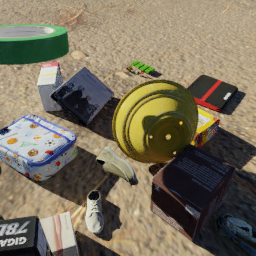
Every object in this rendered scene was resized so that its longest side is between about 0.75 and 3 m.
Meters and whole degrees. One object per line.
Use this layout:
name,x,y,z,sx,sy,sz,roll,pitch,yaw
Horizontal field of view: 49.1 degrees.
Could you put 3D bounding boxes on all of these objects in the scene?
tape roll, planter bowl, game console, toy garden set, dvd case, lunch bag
tape roll,-2.732,-2.215,7.217,2.366,0.569,2.366,1,28,0
planter bowl,1.069,0.079,8.672,2.956,2.956,1.231,-8,24,-10
game console,3.797,-1.663,12.973,1.971,0.346,2.229,29,48,23
toy garden set,0.602,-3.060,14.645,1.263,0.252,1.053,33,48,32
dvd case,-1.832,-1.400,11.857,1.857,0.306,2.471,42,44,-7
lunch bag,-3.227,0.527,9.827,2.713,1.025,2.174,24,44,25

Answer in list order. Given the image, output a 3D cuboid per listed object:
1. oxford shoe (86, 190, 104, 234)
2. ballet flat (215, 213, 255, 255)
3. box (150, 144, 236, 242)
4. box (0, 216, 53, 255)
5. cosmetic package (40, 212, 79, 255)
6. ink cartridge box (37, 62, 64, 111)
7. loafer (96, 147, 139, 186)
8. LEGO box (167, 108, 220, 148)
oxford shoe,-0.972,2.376,8.103,0.518,0.398,1.377,-2,42,-7
ballet flat,3.223,2.878,7.284,1.960,0.728,0.728,24,46,25
box,1.793,1.751,7.947,1.540,1.525,1.857,31,49,31
box,-2.933,2.952,5.528,2.858,2.836,0.710,-6,39,-8
cosmetic package,-2.321,2.989,6.987,2.033,0.887,1.051,-13,42,-15
ink cartridge box,-3.345,-1.826,12.286,0.786,1.368,1.884,-6,41,-4
loafer,-0.320,1.112,7.533,0.568,0.613,1.631,-36,39,-18
LEGO box,2.217,-0.195,10.823,1.500,0.777,2.014,-30,49,-31
